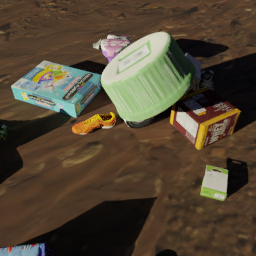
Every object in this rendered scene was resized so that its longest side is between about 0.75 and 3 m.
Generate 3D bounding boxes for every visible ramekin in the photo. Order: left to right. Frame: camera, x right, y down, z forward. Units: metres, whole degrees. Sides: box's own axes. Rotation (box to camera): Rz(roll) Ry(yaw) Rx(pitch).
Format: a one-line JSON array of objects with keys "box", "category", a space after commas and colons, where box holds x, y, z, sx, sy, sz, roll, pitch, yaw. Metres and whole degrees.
[{"box": [0.523, -1.695, 8.789, 2.852, 1.393, 2.852, -28, 30, 18], "category": "ramekin"}]

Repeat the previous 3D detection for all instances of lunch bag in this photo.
[{"box": [-2.578, 3.793, 6.017, 1.653, 1.033, 2.195, -4, 56, -6], "category": "lunch bag"}]

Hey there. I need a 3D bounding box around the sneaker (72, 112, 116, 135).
[{"box": [-1.274, -0.229, 10.334, 1.655, 0.638, 0.604, -18, 49, -15], "category": "sneaker"}]

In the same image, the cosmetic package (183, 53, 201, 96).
[{"box": [2.297, -2.132, 11.683, 0.833, 1.350, 1.355, 31, 43, -15], "category": "cosmetic package"}]

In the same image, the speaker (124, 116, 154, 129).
[{"box": [-0.071, -1.320, 11.096, 1.186, 1.186, 2.920, -14, 45, -15], "category": "speaker"}]

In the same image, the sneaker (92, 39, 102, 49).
[{"box": [-1.688, -4.574, 15.170, 0.475, 0.309, 0.823, 5, 45, 9], "category": "sneaker"}]

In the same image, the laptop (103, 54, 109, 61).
[{"box": [-0.323, -3.609, 13.741, 0.869, 1.499, 1.404, -26, 33, 31], "category": "laptop"}]

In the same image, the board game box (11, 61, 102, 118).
[{"box": [-2.936, -1.759, 11.896, 2.992, 0.702, 2.259, 16, 46, 17], "category": "board game box"}]

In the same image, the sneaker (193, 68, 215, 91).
[{"box": [3.239, -1.765, 11.542, 0.734, 1.196, 1.838, -3, 44, -2], "category": "sneaker"}]

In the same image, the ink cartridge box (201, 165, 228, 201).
[{"box": [2.651, 1.655, 8.542, 0.701, 0.360, 0.949, 13, 44, 14], "category": "ink cartridge box"}]

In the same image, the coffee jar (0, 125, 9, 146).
[{"box": [-4.510, 0.271, 9.959, 0.327, 0.400, 0.767, 25, 37, -25], "category": "coffee jar"}]

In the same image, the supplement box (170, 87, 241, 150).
[{"box": [2.736, -0.396, 10.142, 1.663, 1.119, 1.686, -21, 47, -21], "category": "supplement box"}]

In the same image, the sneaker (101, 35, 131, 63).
[{"box": [-0.486, -3.237, 12.151, 1.201, 1.320, 2.987, 8, 24, 1], "category": "sneaker"}]
